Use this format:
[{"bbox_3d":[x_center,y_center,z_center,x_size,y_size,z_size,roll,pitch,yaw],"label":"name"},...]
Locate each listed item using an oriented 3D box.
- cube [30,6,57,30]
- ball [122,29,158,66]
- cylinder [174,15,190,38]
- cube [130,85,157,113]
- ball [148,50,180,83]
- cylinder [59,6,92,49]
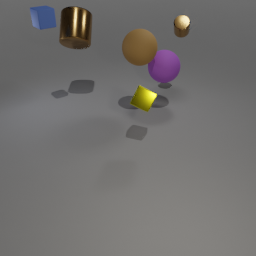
[{"bbox_3d":[-3.296,-4.306,10.903,0.700,0.700,0.700,-24,41,-32],"label":"cube"},{"bbox_3d":[0.461,-3.166,11.025,1.400,1.400,1.400,0,31,0],"label":"ball"},{"bbox_3d":[2.403,-4.535,12.522,0.700,0.700,0.700,7,-12,12],"label":"cylinder"},{"bbox_3d":[0.536,-1.015,9.691,0.700,0.700,0.700,27,8,-1],"label":"cube"},{"bbox_3d":[1.562,-2.662,12.135,1.400,1.400,1.400,0,31,0],"label":"ball"},{"bbox_3d":[-2.320,-4.420,12.494,1.400,1.400,1.400,2,-5,0],"label":"cylinder"}]
